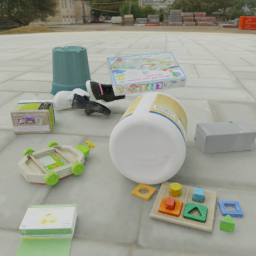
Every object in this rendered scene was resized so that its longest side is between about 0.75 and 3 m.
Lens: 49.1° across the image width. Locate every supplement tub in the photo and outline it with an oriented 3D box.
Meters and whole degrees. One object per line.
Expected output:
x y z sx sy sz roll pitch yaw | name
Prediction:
0.733 0.113 8.288 2.016 2.016 2.788 6 24 12 | supplement tub

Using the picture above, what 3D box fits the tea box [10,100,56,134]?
-3.623 -0.460 10.887 1.374 0.918 1.352 -1 24 -3 | tea box

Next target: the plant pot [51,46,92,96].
-3.045 -3.114 15.074 2.396 2.347 2.396 1 24 0 | plant pot

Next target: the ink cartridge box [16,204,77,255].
-1.682 2.181 5.763 1.083 0.357 1.489 -1 22 -2 | ink cartridge box

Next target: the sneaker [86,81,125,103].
-0.850 -1.656 11.976 1.259 0.897 2.538 -14 -6 14 | sneaker

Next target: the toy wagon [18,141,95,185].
-2.005 0.943 8.369 2.275 0.450 1.765 -17 30 -35 | toy wagon

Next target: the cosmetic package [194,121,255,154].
3.234 0.291 9.428 1.769 0.798 0.945 -2 28 -11 | cosmetic package

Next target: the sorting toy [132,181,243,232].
1.352 1.731 6.695 2.675 0.364 1.506 8 25 18 | sorting toy

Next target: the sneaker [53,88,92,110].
-2.574 -1.359 13.089 0.894 0.784 2.230 18 29 28 | sneaker

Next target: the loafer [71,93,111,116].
-1.613 -0.853 12.140 1.982 0.717 0.721 24 3 27 | loafer

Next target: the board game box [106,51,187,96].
0.578 -1.911 9.579 2.405 0.412 1.617 -8 48 -10 | board game box
